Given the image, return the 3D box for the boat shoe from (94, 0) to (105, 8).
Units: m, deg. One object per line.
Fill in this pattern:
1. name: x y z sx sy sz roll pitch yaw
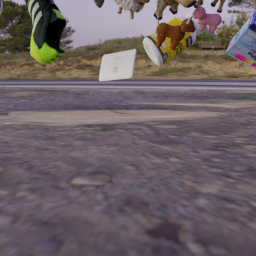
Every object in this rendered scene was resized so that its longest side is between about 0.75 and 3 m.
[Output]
1. boat shoe: -1.094 -4.428 9.146 0.436 0.372 1.304 -8 57 -25

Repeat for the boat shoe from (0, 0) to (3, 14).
1. boat shoe: -3.240 -3.264 6.627 0.480 1.373 0.455 11 31 -16

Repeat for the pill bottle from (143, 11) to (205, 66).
1. pill bottle: 1.650 -3.209 9.942 2.053 1.150 1.150 -35 16 -2

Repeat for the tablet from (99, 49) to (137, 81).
1. tablet: -0.366 -2.042 9.191 1.469 0.956 0.100 2 -10 41

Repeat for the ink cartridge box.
1. ink cartridge box: 3.875 -2.643 8.231 1.168 0.653 1.711 26 -26 -1

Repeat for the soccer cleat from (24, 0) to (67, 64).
1. soccer cleat: -2.406 -3.396 8.248 1.209 2.982 1.007 -9 -2 34

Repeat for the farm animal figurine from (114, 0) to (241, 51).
1. farm animal figurine: 1.113 -2.927 6.016 2.211 1.166 2.236 39 65 11
